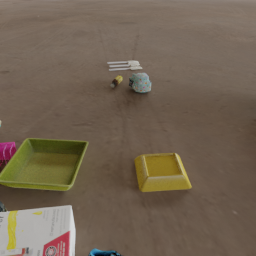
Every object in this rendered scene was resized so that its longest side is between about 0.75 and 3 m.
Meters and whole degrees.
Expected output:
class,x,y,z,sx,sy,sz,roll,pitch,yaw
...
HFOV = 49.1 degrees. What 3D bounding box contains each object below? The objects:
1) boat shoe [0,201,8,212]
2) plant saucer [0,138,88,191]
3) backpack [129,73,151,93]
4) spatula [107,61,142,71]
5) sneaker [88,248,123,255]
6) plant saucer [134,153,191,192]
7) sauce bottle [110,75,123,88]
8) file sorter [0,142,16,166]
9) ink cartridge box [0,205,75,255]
class,x,y,z,sx,sy,sz,roll,pitch,yaw
boat shoe,-4.160,1.705,6.650,2.682,0.889,1.002,11,34,18
plant saucer,-2.310,1.085,8.034,2.031,0.487,2.033,3,32,5
backpack,0.596,-2.074,12.869,0.903,0.788,1.028,-7,40,-21
spatula,-0.226,-3.514,15.799,1.863,0.150,1.295,-6,38,-8
sneaker,-0.152,2.690,5.397,1.347,0.552,0.493,5,32,7
plant saucer,0.963,1.168,8.041,1.437,0.348,1.436,-3,31,-5
sauce bottle,-0.561,-2.241,13.552,0.335,0.335,1.034,10,36,16
file sorter,-3.808,0.819,8.337,0.829,0.576,0.520,-5,28,-7
ink cartridge box,-2.118,2.430,5.519,2.036,0.849,1.478,-4,32,-7
